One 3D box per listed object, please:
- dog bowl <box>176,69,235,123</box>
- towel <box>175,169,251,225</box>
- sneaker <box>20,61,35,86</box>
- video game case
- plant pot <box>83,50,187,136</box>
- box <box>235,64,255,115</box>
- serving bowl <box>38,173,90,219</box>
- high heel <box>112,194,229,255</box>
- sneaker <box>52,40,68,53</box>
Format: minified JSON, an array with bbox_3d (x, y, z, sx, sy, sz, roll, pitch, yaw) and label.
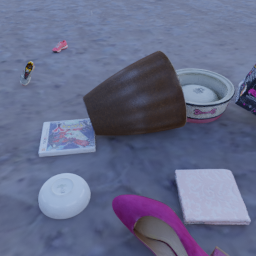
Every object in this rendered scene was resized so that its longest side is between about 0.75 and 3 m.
[{"bbox_3d":[2.181,-1.036,9.044,2.283,0.842,2.283,0,38,0],"label":"dog bowl"},{"bbox_3d":[1.844,1.526,6.341,1.401,0.236,1.467,-1,39,0],"label":"towel"},{"bbox_3d":[-3.704,-2.012,10.221,0.367,0.944,0.388,17,-6,-16],"label":"sneaker"},{"bbox_3d":[-1.707,0.233,7.993,1.505,0.173,1.371,-5,39,-6],"label":"video game case"},{"bbox_3d":[0.057,-0.691,7.806,2.401,2.244,2.244,-20,42,-6],"label":"plant pot"},{"bbox_3d":[4.405,-0.939,8.151,2.045,1.173,1.351,31,44,3],"label":"box"},{"bbox_3d":[-1.451,1.443,6.321,1.179,0.388,1.179,0,40,0],"label":"serving bowl"},{"bbox_3d":[0.618,2.099,4.887,2.658,0.896,1.278,24,23,22],"label":"high heel"},{"bbox_3d":[-3.138,-3.740,12.761,0.330,0.388,0.895,21,44,24],"label":"sneaker"}]
